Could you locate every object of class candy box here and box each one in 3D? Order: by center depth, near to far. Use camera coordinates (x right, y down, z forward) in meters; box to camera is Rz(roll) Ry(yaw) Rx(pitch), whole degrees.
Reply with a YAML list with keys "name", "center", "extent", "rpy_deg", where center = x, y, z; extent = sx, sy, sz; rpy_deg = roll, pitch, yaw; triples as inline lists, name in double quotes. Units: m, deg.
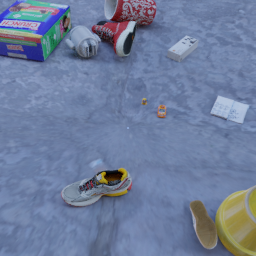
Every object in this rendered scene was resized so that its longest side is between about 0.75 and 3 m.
- name: "candy box"
  center: [-4.085, -4.195, 11.781]
  extent: [2.505, 1.141, 2.963]
  rpy_deg: [11, 49, 8]

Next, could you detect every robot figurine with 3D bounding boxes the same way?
- name: "robot figurine"
  center: [-1.802, -3.502, 11.293]
  extent: [1.379, 0.919, 1.627]
  rpy_deg: [-15, 49, -23]

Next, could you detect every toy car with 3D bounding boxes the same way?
- name: "toy car"
  center: [0.821, -0.673, 9.066]
  extent: [0.966, 0.321, 0.474]
  rpy_deg: [19, 50, 16]

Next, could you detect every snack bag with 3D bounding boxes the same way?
- name: "snack bag"
  center: [3.336, -0.603, 9.141]
  extent: [1.069, 0.114, 1.008]
  rpy_deg: [22, 50, 19]

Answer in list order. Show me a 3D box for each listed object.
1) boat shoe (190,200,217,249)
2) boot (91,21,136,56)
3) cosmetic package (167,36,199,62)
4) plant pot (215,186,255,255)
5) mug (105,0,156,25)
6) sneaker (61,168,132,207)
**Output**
- name: "boat shoe"
  center: [1.686, 2.184, 6.223]
  extent: [0.430, 0.421, 1.215]
  rpy_deg: [-11, 33, 5]
- name: "boot"
  center: [-0.742, -3.746, 11.567]
  extent: [1.857, 0.932, 2.575]
  rpy_deg: [6, 39, 6]
- name: "cosmetic package"
  center: [2.249, -3.256, 11.442]
  extent: [0.603, 0.370, 1.460]
  rpy_deg: [29, 53, 25]
- name: "plant pot"
  center: [2.714, 1.885, 5.847]
  extent: [1.460, 1.373, 1.460]
  rpy_deg: [0, 56, 0]
- name: "mug"
  center: [0.046, -5.408, 12.611]
  extent: [2.017, 1.346, 1.790]
  rpy_deg: [0, 21, -28]
- name: "sneaker"
  center: [-0.780, 1.363, 6.877]
  extent: [1.757, 0.722, 0.684]
  rpy_deg: [-16, 50, -10]
